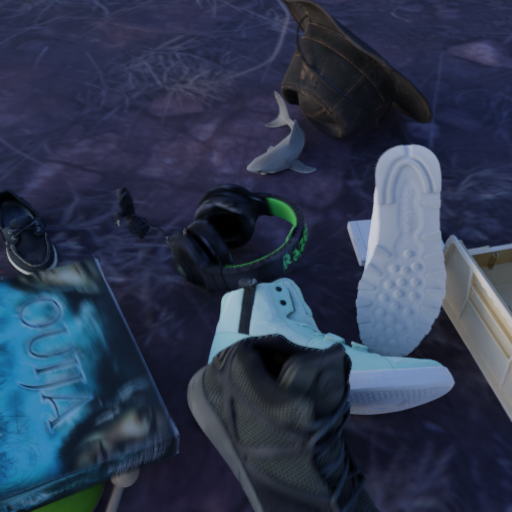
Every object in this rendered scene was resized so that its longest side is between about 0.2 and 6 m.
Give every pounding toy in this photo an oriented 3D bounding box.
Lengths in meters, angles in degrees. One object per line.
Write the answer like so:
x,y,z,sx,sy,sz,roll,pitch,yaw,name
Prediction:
-2.204,2.518,6.273,1.497,0.695,1.156,14,55,14,pounding toy

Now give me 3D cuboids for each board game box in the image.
-2.543,1.358,6.775,2.202,0.458,3.256,-15,43,-25,board game box

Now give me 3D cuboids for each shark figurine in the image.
0.667,-2.432,11.116,1.283,0.896,2.147,10,48,7,shark figurine

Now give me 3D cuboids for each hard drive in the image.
2.359,-0.267,9.444,1.444,0.193,0.953,-4,46,-5,hard drive

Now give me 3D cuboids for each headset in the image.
-0.755,-0.465,8.733,3.104,1.458,1.917,4,43,28,headset

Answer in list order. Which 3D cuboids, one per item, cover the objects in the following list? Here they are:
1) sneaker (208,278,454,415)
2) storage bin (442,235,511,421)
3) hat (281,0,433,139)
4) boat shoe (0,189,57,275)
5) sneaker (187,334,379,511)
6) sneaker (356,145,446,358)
0.921,1.049,7.318,3.099,1.141,1.828,0,58,3,sneaker
4.357,0.702,7.724,2.771,1.299,2.751,-10,47,-9,storage bin
1.536,-3.424,11.328,4.166,1.681,4.166,36,14,-10,hat
-3.881,-0.454,9.305,0.728,0.646,1.948,-20,49,-19,boat shoe
0.622,1.996,5.637,1.111,1.665,2.907,-23,71,-47,sneaker
2.085,-0.018,8.002,1.139,1.200,2.981,9,90,9,sneaker
